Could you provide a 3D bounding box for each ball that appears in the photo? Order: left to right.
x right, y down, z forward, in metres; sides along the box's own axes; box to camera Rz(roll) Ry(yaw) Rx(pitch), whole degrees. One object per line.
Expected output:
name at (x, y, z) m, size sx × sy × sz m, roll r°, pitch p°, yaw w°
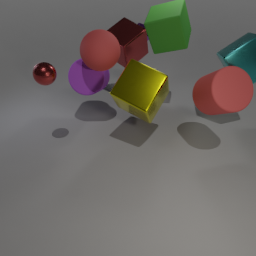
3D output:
ball at (-2.518, -1.635, 8.470) m, size 0.700 × 0.700 × 0.700 m, roll 0°, pitch 31°, yaw 0°
ball at (-0.965, -2.684, 9.720) m, size 1.400 × 1.400 × 1.400 m, roll 0°, pitch 31°, yaw 0°

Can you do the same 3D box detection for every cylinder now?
cylinder at (-1.515, -2.067, 11.177) m, size 1.400 × 1.400 × 1.400 m, roll 3°, pitch 13°, yaw 5°
cylinder at (3.003, -1.152, 9.022) m, size 1.400 × 1.400 × 1.400 m, roll -7°, pitch 0°, yaw -12°

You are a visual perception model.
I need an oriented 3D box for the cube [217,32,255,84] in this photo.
cube at (4.339, -2.487, 10.329) m, size 1.400 × 1.400 × 1.400 m, roll -32°, pitch 16°, yaw 17°

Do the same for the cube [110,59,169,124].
cube at (0.445, -1.209, 9.503) m, size 1.400 × 1.400 × 1.400 m, roll 29°, pitch 82°, yaw 15°

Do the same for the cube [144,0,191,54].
cube at (1.613, -3.988, 11.066) m, size 1.400 × 1.400 × 1.400 m, roll -3°, pitch 47°, yaw 25°

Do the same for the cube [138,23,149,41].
cube at (0.695, -4.882, 14.512) m, size 0.700 × 0.700 × 0.700 m, roll 4°, pitch -18°, yaw -32°

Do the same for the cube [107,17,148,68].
cube at (-0.080, -3.805, 12.635) m, size 1.400 × 1.400 × 1.400 m, roll -43°, pitch 62°, yaw -17°
